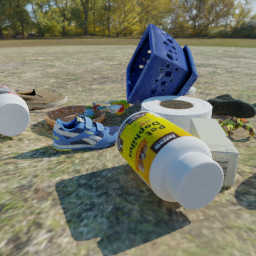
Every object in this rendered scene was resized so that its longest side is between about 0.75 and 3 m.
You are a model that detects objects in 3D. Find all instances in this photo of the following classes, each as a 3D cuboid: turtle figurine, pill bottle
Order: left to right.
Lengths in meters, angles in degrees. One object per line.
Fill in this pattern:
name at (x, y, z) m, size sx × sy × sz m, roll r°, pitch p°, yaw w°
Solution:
pill bottle at (-4.733, -0.689, 10.798) m, size 1.531 × 1.531 × 2.642 m, roll -13°, pitch 25°, yaw -30°
pill bottle at (0.932, 0.712, 7.002) m, size 1.620 × 1.620 × 2.965 m, roll -9°, pitch 23°, yaw -22°
turtle figurine at (3.815, -0.051, 10.263) m, size 1.787 × 0.714 × 2.216 m, roll -17°, pitch 27°, yaw -38°

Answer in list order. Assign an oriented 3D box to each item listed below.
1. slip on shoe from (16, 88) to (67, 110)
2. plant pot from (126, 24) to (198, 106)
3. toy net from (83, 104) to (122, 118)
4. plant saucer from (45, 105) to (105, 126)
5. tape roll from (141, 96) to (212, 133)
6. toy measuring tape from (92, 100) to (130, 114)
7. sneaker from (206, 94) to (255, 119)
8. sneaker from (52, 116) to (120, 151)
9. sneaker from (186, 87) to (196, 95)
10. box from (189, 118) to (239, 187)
slip on shoe at (-4.422, -1.480, 13.711) m, size 2.979 × 0.903 × 1.133 m, roll -11°, pitch 24°, yaw -27°
plant pot at (1.541, -2.598, 12.889) m, size 2.495 × 2.775 × 2.775 m, roll 17°, pitch 43°, yaw -16°
toy net at (-1.070, -0.767, 11.984) m, size 1.663 × 0.321 × 0.872 m, roll -5°, pitch 21°, yaw 5°
plant saucer at (-2.153, -0.413, 11.589) m, size 2.415 × 0.452 × 2.415 m, roll -1°, pitch 20°, yaw 0°
tape roll at (1.864, -0.495, 11.080) m, size 2.764 × 0.967 × 2.764 m, roll 1°, pitch 21°, yaw 0°
toy measuring tape at (-0.739, -0.902, 12.583) m, size 1.777 × 0.654 × 0.654 m, roll -6°, pitch 22°, yaw -24°
sneaker at (4.751, -1.043, 12.635) m, size 2.262 × 0.865 × 1.296 m, roll 12°, pitch 30°, yaw 42°
sneaker at (-1.315, 0.116, 9.432) m, size 2.475 × 1.018 × 0.915 m, roll -5°, pitch 19°, yaw -17°
sneaker at (3.280, -2.270, 16.166) m, size 1.589 × 0.640 × 0.607 m, roll -9°, pitch 21°, yaw -27°
box at (2.375, 0.591, 8.168) m, size 0.879 × 1.057 × 2.572 m, roll 2°, pitch 22°, yaw 4°
